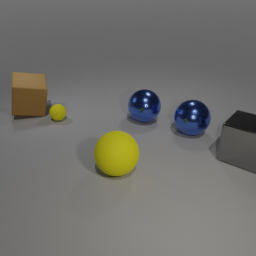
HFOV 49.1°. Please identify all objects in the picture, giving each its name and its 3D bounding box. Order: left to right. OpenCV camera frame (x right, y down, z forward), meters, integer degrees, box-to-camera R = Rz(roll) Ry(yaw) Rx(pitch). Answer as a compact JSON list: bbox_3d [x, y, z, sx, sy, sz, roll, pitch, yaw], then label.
[{"bbox_3d":[-4.372,-1.487,12.353,1.400,1.400,1.400,1,37,-22],"label":"cube"},{"bbox_3d":[-3.020,-0.679,12.045,0.700,0.700,0.700,0,29,0],"label":"ball"},{"bbox_3d":[-0.354,0.786,8.713,1.400,1.400,1.400,0,29,0],"label":"ball"},{"bbox_3d":[0.694,-0.934,11.835,1.400,1.400,1.400,0,29,0],"label":"ball"},{"bbox_3d":[2.498,-0.403,10.897,1.400,1.400,1.400,0,29,0],"label":"ball"},{"bbox_3d":[3.991,0.409,9.384,1.400,1.400,1.400,20,34,32],"label":"cube"}]
